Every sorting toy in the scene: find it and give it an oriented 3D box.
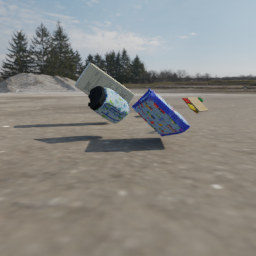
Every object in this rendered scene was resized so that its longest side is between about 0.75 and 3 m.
[{"bbox_3d":[1.899,-0.616,7.900,1.120,0.189,0.540,-8,53,-49],"label":"sorting toy"}]

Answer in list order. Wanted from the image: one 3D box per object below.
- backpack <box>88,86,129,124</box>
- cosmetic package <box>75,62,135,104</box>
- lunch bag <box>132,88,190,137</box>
[{"bbox_3d":[-0.427,-0.527,6.787,0.744,0.967,0.789,-25,39,15],"label":"backpack"},{"bbox_3d":[-0.770,-1.273,9.241,1.779,0.936,0.632,35,6,-18],"label":"cosmetic package"},{"bbox_3d":[0.731,-0.324,6.107,1.052,0.658,1.398,44,-1,-7],"label":"lunch bag"}]
